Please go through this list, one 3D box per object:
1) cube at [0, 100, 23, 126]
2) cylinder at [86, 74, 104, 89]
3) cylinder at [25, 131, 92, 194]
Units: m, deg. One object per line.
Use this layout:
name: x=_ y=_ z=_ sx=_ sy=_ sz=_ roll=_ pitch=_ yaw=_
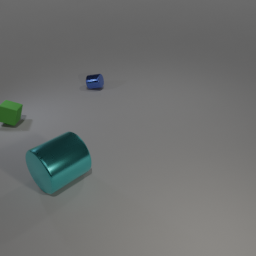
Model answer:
cube: x=-4.700 y=-0.611 z=11.167 sx=0.700 sy=0.700 sz=0.700 roll=16 pitch=24 yaw=-8
cylinder: x=-1.664 y=-2.349 z=14.126 sx=0.700 sy=0.700 sz=0.700 roll=-3 pitch=30 yaw=18
cylinder: x=-2.042 y=0.999 z=8.285 sx=1.400 sy=1.400 sz=1.400 roll=27 pitch=41 yaw=35
